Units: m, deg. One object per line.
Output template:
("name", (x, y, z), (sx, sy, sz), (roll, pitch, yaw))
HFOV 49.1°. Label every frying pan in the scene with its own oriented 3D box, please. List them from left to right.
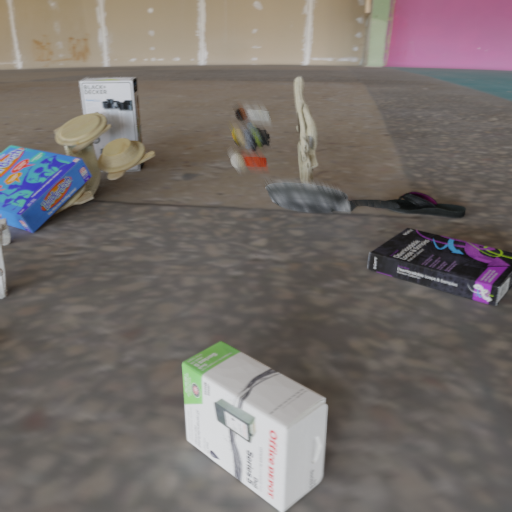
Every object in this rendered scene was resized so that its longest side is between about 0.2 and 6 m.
("frying pan", (1.328, -1.007, 10.683), (2.531, 0.412, 1.531), (11, -5, -35))

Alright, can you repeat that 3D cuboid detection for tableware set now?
("tableware set", (-4.061, -2.080, 12.408), (2.804, 0.389, 3.356), (-38, 47, -18))

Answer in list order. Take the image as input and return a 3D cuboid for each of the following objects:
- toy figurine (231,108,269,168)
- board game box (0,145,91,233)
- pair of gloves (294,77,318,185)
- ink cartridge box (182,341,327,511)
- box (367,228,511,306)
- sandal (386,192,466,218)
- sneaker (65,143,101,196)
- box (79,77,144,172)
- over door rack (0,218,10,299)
("toy figurine", (-0.128, -2.194, 10.395), (0.685, 0.969, 0.985), (4, 55, 5))
("board game box", (-4.770, -1.422, 11.352), (2.297, 0.517, 1.747), (13, 52, 30))
("pair of gloves", (1.024, -2.208, 11.158), (0.378, 2.158, 1.835), (-5, 57, 4))
("ink cartridge box", (-0.046, 1.467, 4.976), (1.270, 0.924, 0.534), (21, 31, 40))
("box", (3.000, 0.103, 8.848), (2.029, 0.366, 1.451), (16, 28, 35))
("sandal", (3.476, -1.106, 11.594), (1.651, 0.395, 0.620), (7, 24, 15))
("sneaker", (-3.990, -1.864, 12.989), (0.865, 0.975, 2.308), (-6, 48, -9))
("box", (-3.686, -3.368, 14.410), (1.351, 2.316, 0.696), (0, 23, -2))
("over door rack", (-4.888, -0.045, 8.544), (1.989, 0.897, 2.693), (-8, 25, -20))
